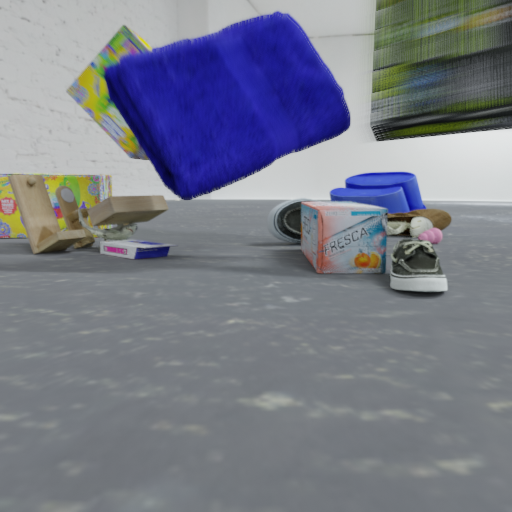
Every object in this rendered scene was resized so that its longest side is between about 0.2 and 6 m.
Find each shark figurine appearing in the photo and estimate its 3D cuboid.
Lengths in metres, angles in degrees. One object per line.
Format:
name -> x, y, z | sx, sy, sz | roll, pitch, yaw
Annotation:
shark figurine -> -3.072, -0.591, 11.744 | 1.306, 0.780, 0.545 | 9, 51, 2

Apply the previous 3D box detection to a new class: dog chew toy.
dog chew toy -> 4.025, -0.432, 13.039 | 0.615, 0.383, 0.383 | -12, 12, -26

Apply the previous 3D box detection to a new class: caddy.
caddy -> 3.568, -1.461, 16.623 | 2.889, 1.517, 2.043 | 6, 31, 41

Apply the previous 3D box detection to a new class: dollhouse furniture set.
dollhouse furniture set -> -3.419, -1.278, 11.525 | 2.073, 1.689, 1.971 | -24, -6, 31

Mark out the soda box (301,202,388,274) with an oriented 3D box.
soda box -> 1.491, -0.437, 10.292 | 1.141, 1.061, 3.337 | 0, 8, -1

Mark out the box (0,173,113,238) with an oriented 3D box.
box -> -5.545, -1.452, 15.550 | 2.762, 1.685, 2.660 | 0, 8, -7

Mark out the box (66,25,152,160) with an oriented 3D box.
box -> -2.649, -3.522, 12.365 | 1.937, 2.011, 1.227 | -43, 0, 11

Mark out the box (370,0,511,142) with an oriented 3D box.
box -> 3.153, -3.210, 8.782 | 2.580, 2.672, 0.635 | -3, -18, 25

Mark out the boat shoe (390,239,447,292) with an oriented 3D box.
boat shoe -> 2.195, 0.095, 7.852 | 0.701, 0.631, 1.982 | 1, 7, 5

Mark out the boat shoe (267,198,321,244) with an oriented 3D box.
boat shoe -> 1.738, -0.821, 13.087 | 2.975, 1.072, 1.055 | -1, 3, -25

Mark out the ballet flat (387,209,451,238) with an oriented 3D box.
ballet flat -> 3.922, -0.803, 14.797 | 2.283, 0.774, 0.826 | 4, 29, 28

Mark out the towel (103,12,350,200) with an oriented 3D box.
towel -> -0.375, -2.844, 9.867 | 3.854, 2.846, 0.955 | -29, -12, -25

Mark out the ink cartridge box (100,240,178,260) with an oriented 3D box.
ink cartridge box -> -2.300, -0.130, 10.913 | 0.774, 0.303, 1.634 | -6, 7, -44
